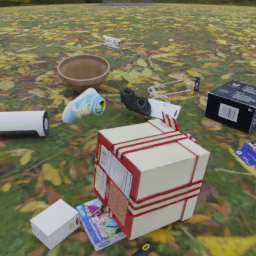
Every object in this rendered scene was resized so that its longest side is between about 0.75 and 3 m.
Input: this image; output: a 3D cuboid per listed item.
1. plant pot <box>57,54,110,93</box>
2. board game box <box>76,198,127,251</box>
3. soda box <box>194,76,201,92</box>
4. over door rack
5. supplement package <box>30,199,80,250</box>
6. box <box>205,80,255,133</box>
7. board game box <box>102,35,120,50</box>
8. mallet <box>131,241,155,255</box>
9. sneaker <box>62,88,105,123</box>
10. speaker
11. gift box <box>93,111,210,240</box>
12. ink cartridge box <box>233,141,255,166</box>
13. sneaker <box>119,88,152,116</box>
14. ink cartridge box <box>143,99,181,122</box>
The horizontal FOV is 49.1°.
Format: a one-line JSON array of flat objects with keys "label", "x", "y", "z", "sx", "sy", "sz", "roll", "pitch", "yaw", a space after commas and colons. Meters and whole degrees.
[{"label": "plant pot", "x": -2.290, "y": -2.715, "z": 14.721, "sx": 2.684, "sy": 1.239, "sz": 2.684, "roll": 2, "pitch": 42, "yaw": -2}, {"label": "board game box", "x": -0.501, "y": 2.360, "z": 7.387, "sx": 1.362, "sy": 0.281, "sz": 1.365, "roll": -17, "pitch": 35, "yaw": -25}, {"label": "soda box", "x": 3.638, "y": -2.336, "z": 14.746, "sx": 0.249, "sy": 0.785, "sz": 0.278, "roll": 10, "pitch": 32, "yaw": 16}, {"label": "over door rack", "x": 2.066, "y": -1.833, "z": 13.871, "sx": 1.976, "sy": 0.658, "sz": 1.460, "roll": -21, "pitch": 31, "yaw": 6}, {"label": "supplement package", "x": -1.819, "y": 2.402, "z": 7.077, "sx": 0.740, "sy": 0.527, "sz": 0.950, "roll": 23, "pitch": 38, "yaw": 34}, {"label": "box", "x": 4.822, "y": -0.993, "z": 12.038, "sx": 2.124, "sy": 1.247, "sz": 2.088, "roll": -27, "pitch": 40, "yaw": -37}, {"label": "board game box", "x": -0.741, "y": -3.730, "z": 12.227, "sx": 0.764, "sy": 0.132, "sz": 0.483, "roll": 13, "pitch": 68, "yaw": -11}, {"label": "mallet", "x": -0.473, "y": 3.177, "z": 5.929, "sx": 0.880, "sy": 0.550, "sz": 2.673, "roll": 17, "pitch": 30, "yaw": 33}, {"label": "sneaker", "x": -1.463, "y": -0.615, "z": 9.703, "sx": 1.045, "sy": 0.637, "sz": 1.601, "roll": 36, "pitch": 77, "yaw": 32}, {"label": "speaker", "x": -4.422, "y": -0.147, "z": 10.876, "sx": 2.482, "sy": 1.008, "sz": 1.008, "roll": -1, "pitch": 31, "yaw": -3}, {"label": "gift box", "x": 0.524, "y": 1.000, "z": 7.371, "sx": 2.337, "sy": 2.309, "sz": 2.503, "roll": -9, "pitch": 35, "yaw": -30}, {"label": "ink cartridge box", "x": 4.840, "y": 0.815, "z": 9.959, "sx": 1.905, "sy": 0.353, "sz": 0.902, "roll": -11, "pitch": 33, "yaw": -14}, {"label": "sneaker", "x": 0.335, "y": -1.015, "z": 12.180, "sx": 0.678, "sy": 0.810, "sz": 1.786, "roll": -31, "pitch": 58, "yaw": -28}, {"label": "ink cartridge box", "x": 1.452, "y": -0.688, "z": 12.014, "sx": 1.506, "sy": 0.379, "sz": 0.821, "roll": 17, "pitch": 68, "yaw": 22}]
